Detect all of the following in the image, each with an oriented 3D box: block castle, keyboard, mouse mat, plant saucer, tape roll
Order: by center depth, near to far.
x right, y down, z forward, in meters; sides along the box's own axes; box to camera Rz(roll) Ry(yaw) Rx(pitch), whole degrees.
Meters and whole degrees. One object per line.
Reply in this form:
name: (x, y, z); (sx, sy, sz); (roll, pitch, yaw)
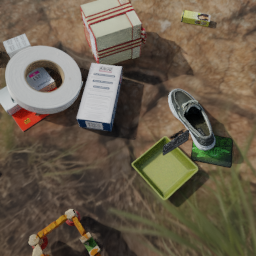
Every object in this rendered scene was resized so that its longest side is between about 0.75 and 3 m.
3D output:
keyboard: (1.073, 0.287, 6.538); (0.170, 0.858, 0.446); (35, 42, -18)
block castle: (-1.562, 3.779, 8.042); (1.681, 1.180, 2.516); (-34, 71, -19)
plant saucer: (1.249, 1.376, 9.588); (1.649, 0.395, 1.647); (-38, 70, -16)
mouse mat: (3.027, 0.758, 10.079); (1.442, 0.054, 1.161); (10, 65, 6)
tape roll: (-3.154, -1.862, 10.674); (2.791, 0.510, 2.791); (7, 66, -15)

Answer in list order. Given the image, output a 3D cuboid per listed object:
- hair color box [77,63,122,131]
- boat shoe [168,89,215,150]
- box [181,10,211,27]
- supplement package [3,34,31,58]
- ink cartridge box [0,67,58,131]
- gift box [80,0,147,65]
hair color box: (-1.010, -1.194, 10.606); (1.252, 0.758, 2.504); (8, 65, 4)
boat shoe: (2.329, -0.545, 10.041); (1.009, 0.993, 2.800); (-24, 56, -7)
box: (3.054, -4.957, 12.651); (1.257, 0.315, 0.473); (11, 65, 6)
supplement package: (-4.414, -3.172, 11.476); (0.933, 0.892, 0.686); (-25, 67, -12)
ink cartridge box: (-3.690, -1.173, 10.775); (2.130, 0.464, 1.849); (-37, 69, -16)
gift box: (-0.498, -3.919, 11.113); (2.151, 2.304, 2.126); (-21, 71, -11)
